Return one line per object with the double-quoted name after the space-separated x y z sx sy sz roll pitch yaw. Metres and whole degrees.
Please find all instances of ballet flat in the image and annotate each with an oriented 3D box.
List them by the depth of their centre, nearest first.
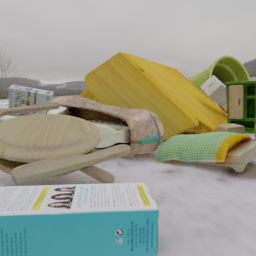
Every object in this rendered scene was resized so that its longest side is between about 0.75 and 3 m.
-0.775 -0.039 4.738 2.799 0.953 0.941 3 16 34 "ballet flat"

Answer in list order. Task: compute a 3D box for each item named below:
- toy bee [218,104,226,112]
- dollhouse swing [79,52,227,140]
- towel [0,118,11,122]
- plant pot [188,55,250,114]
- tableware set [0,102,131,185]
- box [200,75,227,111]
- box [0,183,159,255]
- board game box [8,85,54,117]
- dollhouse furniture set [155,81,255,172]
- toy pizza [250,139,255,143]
3.874 -1.011 11.620 1.183 0.983 1.807 20 -26 19 "toy bee"
0.279 -0.086 6.537 2.705 2.617 2.977 47 23 16 "dollhouse swing"
-3.764 -0.226 8.502 1.434 0.295 1.922 0 5 -28 "towel"
3.633 -1.551 12.426 2.623 2.623 2.411 -4 -4 -32 "plant pot"
-1.472 0.367 2.578 2.691 0.539 1.779 -11 26 -36 "tableware set"
2.358 -0.578 6.393 1.879 0.389 0.364 24 30 -39 "box"
-0.454 0.579 1.778 1.229 0.302 0.506 -1 7 -6 "box"
-2.901 -0.735 8.375 1.219 0.899 0.392 9 26 -8 "board game box"
1.580 -0.193 4.445 1.280 0.989 2.561 4 13 39 "dollhouse furniture set"
2.232 0.322 4.760 0.891 0.141 0.891 1 7 0 "toy pizza"
